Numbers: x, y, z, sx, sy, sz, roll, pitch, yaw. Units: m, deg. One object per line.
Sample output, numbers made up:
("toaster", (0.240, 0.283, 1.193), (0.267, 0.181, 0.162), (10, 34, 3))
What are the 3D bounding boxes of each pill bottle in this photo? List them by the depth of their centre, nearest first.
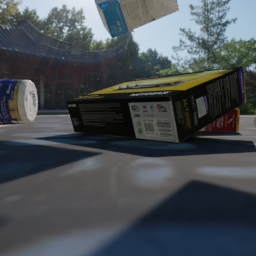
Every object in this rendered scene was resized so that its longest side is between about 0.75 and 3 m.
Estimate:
("pill bottle", (-5.124, -1.018, 10.619), (2.971, 1.648, 1.648), (0, 3, 0))

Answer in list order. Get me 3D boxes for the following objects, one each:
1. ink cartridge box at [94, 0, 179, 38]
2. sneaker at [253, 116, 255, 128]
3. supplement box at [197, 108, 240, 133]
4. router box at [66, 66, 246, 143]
("ink cartridge box", (0.450, -3.701, 8.215), (2.617, 0.873, 1.516), (-23, 36, 0))
("sneaker", (3.541, -0.204, 5.960), (1.490, 0.527, 0.739), (-3, 6, 38))
("supplement box", (1.640, -0.178, 5.822), (1.131, 0.485, 0.624), (-1, 6, -11))
("router box", (0.435, -0.474, 5.023), (2.006, 0.666, 2.551), (-25, 19, -40))
